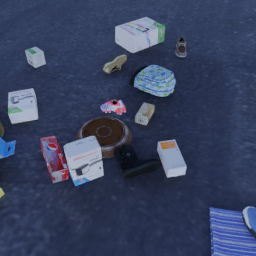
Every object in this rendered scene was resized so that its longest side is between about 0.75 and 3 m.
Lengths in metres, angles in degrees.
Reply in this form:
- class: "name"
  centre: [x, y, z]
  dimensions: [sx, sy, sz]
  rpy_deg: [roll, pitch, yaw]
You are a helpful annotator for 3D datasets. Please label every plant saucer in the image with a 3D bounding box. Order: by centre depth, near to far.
- class: "plant saucer"
  centre: [-0.936, 0.233, 10.900]
  dimensions: [2.167, 0.348, 2.167]
  rpy_deg: [0, 42, 0]

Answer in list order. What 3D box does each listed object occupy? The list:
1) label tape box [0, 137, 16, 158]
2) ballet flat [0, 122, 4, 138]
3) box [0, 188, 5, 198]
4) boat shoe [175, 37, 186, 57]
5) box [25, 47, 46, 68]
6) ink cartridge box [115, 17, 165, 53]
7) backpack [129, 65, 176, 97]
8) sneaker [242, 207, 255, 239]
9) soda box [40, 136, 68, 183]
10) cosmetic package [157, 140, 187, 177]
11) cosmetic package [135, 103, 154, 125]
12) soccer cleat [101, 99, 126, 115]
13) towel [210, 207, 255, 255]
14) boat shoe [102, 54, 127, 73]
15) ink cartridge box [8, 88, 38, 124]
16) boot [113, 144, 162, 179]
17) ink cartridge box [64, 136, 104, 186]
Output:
- class: "label tape box"
  centre: [-5.018, 0.691, 9.966]
  dimensions: [1.780, 0.588, 1.275]
  rpy_deg: [-15, 25, -13]
- class: "ballet flat"
  centre: [-5.594, -0.443, 11.218]
  dimensions: [0.727, 0.775, 2.143]
  rpy_deg: [-23, 51, -20]
- class: "box"
  centre: [-4.839, 1.890, 9.087]
  dimensions: [1.623, 0.407, 0.611]
  rpy_deg: [23, 48, 22]
- class: "boat shoe"
  centre: [2.976, -4.591, 15.771]
  dimensions: [0.598, 0.599, 1.654]
  rpy_deg: [0, 44, 0]
- class: "box"
  centre: [-4.858, -3.724, 14.739]
  dimensions: [0.655, 0.764, 0.761]
  rpy_deg: [-32, 51, -32]
- class: "ink cartridge box"
  centre: [0.687, -5.495, 16.416]
  dimensions: [2.408, 1.011, 1.743]
  rpy_deg: [-28, 50, -26]
- class: "backpack"
  centre: [1.266, -2.172, 12.858]
  dimensions: [1.865, 1.434, 1.521]
  rpy_deg: [41, 48, 17]
- class: "sneaker"
  centre: [4.307, 2.928, 7.551]
  dimensions: [0.935, 0.952, 2.470]
  rpy_deg: [-31, 53, -35]
- class: "soda box"
  centre: [-2.591, 1.056, 9.800]
  dimensions: [0.546, 0.602, 1.721]
  rpy_deg: [-12, 45, -23]
- class: "cosmetic package"
  centre: [1.529, 1.056, 9.926]
  dimensions: [0.665, 0.467, 1.311]
  rpy_deg: [-8, 45, -9]
- class: "cosmetic package"
  centre: [0.715, -0.606, 11.758]
  dimensions: [0.523, 0.353, 0.994]
  rpy_deg: [15, 46, 15]
- class: "soccer cleat"
  centre: [-0.529, -0.757, 9.351]
  dimensions: [0.418, 0.479, 1.254]
  rpy_deg: [-29, 26, -29]
- class: "towel"
  centre: [3.044, 3.169, 7.879]
  dimensions: [1.402, 0.231, 1.936]
  rpy_deg: [6, 44, 5]
- class: "boat shoe"
  centre: [-0.567, -3.245, 14.492]
  dimensions: [1.562, 0.560, 0.595]
  rpy_deg: [-38, 69, -24]
- class: "ink cartridge box"
  centre: [-4.474, -0.959, 11.927]
  dimensions: [1.081, 0.624, 1.485]
  rpy_deg: [-12, 45, -12]
- class: "boot"
  centre: [0.308, 1.049, 9.858]
  dimensions: [1.451, 0.554, 1.219]
  rpy_deg: [-16, 50, -8]
- class: "ink cartridge box"
  centre: [-1.417, 1.087, 9.167]
  dimensions: [1.054, 1.453, 0.608]
  rpy_deg: [-18, 46, -18]
